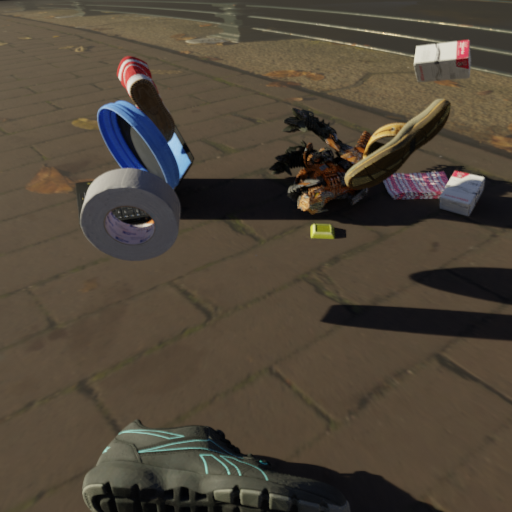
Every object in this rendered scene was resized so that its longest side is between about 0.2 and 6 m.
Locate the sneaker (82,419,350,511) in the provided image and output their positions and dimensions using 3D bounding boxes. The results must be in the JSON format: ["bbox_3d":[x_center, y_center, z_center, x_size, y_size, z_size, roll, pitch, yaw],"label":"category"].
[{"bbox_3d":[-0.441,2.621,6.742,3.150,1.188,1.248,6,31,9],"label":"sneaker"}]

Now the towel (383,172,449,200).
[{"bbox_3d":[4.231,-1.879,14.609,1.766,0.264,1.293,-2,32,-3],"label":"towel"}]

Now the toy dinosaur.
[{"bbox_3d":[1.857,-2.304,14.391,2.618,1.970,3.857,35,26,17],"label":"toy dinosaur"}]

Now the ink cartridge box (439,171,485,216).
[{"bbox_3d":[5.003,-1.519,13.632,0.747,0.429,1.028,21,58,29],"label":"ink cartridge box"}]

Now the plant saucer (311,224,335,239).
[{"bbox_3d":[1.508,-0.574,12.693,0.533,0.128,0.532,2,33,4],"label":"plant saucer"}]

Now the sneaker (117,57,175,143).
[{"bbox_3d":[-2.514,-3.568,12.826,0.766,2.149,1.209,-24,61,-6],"label":"sneaker"}]

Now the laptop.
[{"bbox_3d":[-3.067,-2.012,13.742,2.767,1.429,2.453,-9,33,-15],"label":"laptop"}]

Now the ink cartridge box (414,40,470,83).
[{"bbox_3d":[2.903,-3.017,8.725,0.795,0.331,0.577,2,-14,23],"label":"ink cartridge box"}]

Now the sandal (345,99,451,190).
[{"bbox_3d":[2.707,-2.256,11.063,2.653,1.066,0.717,-41,67,-6],"label":"sandal"}]

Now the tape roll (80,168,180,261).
[{"bbox_3d":[-2.077,-0.656,9.353,1.600,1.600,0.529,-1,44,-1],"label":"tape roll"}]

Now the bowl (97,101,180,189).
[{"bbox_3d":[-2.066,-1.879,9.956,0.373,1.898,1.898,-41,48,-22],"label":"bowl"}]
